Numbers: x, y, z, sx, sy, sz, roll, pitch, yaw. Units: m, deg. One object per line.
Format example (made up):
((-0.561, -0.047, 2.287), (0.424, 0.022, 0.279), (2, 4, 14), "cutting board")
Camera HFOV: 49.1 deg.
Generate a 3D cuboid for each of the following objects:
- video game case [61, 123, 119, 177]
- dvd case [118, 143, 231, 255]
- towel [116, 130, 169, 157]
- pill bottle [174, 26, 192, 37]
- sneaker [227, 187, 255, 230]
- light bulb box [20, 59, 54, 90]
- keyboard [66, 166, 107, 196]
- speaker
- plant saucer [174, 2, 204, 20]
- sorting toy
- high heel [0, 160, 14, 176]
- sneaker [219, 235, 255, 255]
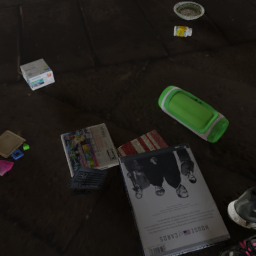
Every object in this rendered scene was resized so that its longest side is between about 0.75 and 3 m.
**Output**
((-1.222, 0.675, 8.945), (1.522, 0.192, 1.671), (-15, 52, -13), "video game case")
((1.138, 1.881, 7.724), (2.224, 0.366, 2.959), (-11, 54, -9), "dvd case")
((0.532, 0.770, 8.882), (1.533, 0.174, 1.105), (-24, 56, -17), "towel")
((2.586, -4.546, 13.188), (0.790, 0.445, 0.445), (6, 50, 4), "pill bottle")
((4.024, 2.074, 6.904), (2.777, 1.256, 0.923), (11, 42, 2), "sneaker")
((-3.558, -2.117, 11.029), (0.947, 0.596, 0.956), (-27, 56, -22), "light bulb box")
((-0.989, 1.470, 7.358), (0.314, 1.582, 0.824), (31, 91, 26), "keyboard")
((2.148, -0.503, 9.416), (1.019, 1.019, 2.305), (-36, 59, -26), "speaker")
((3.109, -5.950, 14.395), (1.550, 0.389, 1.550), (1, 52, -1), "plant saucer")
((-3.901, 0.537, 9.052), (1.574, 0.214, 0.887), (25, 50, 19), "sorting toy")
((-4.007, 0.974, 8.547), (1.051, 0.354, 0.504), (34, 66, 20), "high heel")
((2.874, 2.922, 6.669), (1.758, 0.736, 0.675), (-24, 56, -19), "sneaker")
